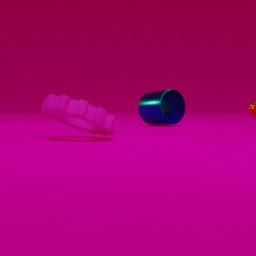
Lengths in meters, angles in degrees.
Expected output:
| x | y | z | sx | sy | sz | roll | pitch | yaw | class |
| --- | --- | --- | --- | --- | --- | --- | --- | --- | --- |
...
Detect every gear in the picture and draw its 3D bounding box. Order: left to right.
| x | y | z | sx | sy | sz | roll | pitch | yaw | class |
| --- | --- | --- | --- | --- | --- | --- | --- | --- | --- |
| -0.759 | -0.179 | 4.448 | 1.169 | 0.216 | 1.169 | 16 | -13 | 4 | gear |

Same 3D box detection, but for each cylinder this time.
| x | y | z | sx | sy | sz | roll | pitch | yaw | class |
| --- | --- | --- | --- | --- | --- | --- | --- | --- | --- |
| 1.147 | -0.697 | 9.598 | 1.179 | 1.179 | 1.179 | -2 | 2 | -35 | cylinder |

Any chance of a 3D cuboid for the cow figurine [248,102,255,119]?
| x | y | z | sx | sy | sz | roll | pitch | yaw | class |
| --- | --- | --- | --- | --- | --- | --- | --- | --- | --- |
| 4.387 | -0.406 | 7.719 | 1.597 | 1.571 | 0.876 | -38 | -8 | -2 | cow figurine |
